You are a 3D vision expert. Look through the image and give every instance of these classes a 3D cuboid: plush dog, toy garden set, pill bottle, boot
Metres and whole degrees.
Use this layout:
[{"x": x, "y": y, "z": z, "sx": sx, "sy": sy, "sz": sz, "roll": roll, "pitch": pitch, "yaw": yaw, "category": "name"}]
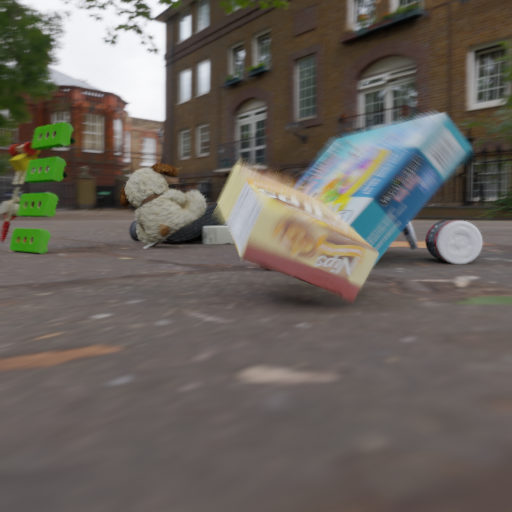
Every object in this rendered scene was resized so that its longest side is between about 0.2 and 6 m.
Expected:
[{"x": -2.095, "y": -1.087, "z": 11.469, "sx": 1.709, "sy": 1.468, "sz": 1.371, "roll": -31, "pitch": 3, "yaw": 13, "category": "plush dog"}, {"x": -4.251, "y": -1.243, "z": 10.804, "sx": 2.016, "sy": 2.418, "sz": 0.483, "roll": 4, "pitch": -9, "yaw": 42, "category": "toy garden set"}, {"x": 2.935, "y": -0.225, "z": 8.496, "sx": 0.636, "sy": 0.636, "sz": 1.149, "roll": 0, "pitch": 4, "yaw": 4, "category": "pill bottle"}, {"x": -1.555, "y": -0.801, "z": 14.019, "sx": 2.858, "sy": 0.997, "sz": 1.881, "roll": 1, "pitch": -1, "yaw": -37, "category": "boot"}]

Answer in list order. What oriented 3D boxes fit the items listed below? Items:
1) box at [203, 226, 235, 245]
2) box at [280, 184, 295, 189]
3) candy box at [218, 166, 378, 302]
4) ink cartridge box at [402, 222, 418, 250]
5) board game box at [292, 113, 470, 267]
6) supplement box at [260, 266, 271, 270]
[{"x": -0.600, "y": -0.489, "z": 13.128, "sx": 1.242, "sy": 0.425, "sz": 0.510, "roll": -1, "pitch": 5, "yaw": -20, "category": "box"}, {"x": 0.872, "y": -1.283, "z": 16.112, "sx": 0.657, "sy": 1.526, "sz": 1.250, "roll": 2, "pitch": 5, "yaw": 18, "category": "box"}, {"x": 0.275, "y": -0.273, "z": 4.965, "sx": 1.001, "sy": 0.480, "sz": 1.735, "roll": 21, "pitch": 13, "yaw": -16, "category": "candy box"}, {"x": 2.597, "y": -0.571, "z": 9.783, "sx": 0.164, "sy": 0.697, "sz": 0.689, "roll": -24, "pitch": -45, "yaw": 18, "category": "ink cartridge box"}, {"x": 1.487, "y": -1.001, "z": 8.867, "sx": 0.711, "sy": 2.287, "sz": 3.030, "roll": 45, "pitch": -12, "yaw": -18, "category": "board game box"}, {"x": 0.375, "y": -0.287, "z": 7.280, "sx": 0.392, "sy": 0.916, "sz": 0.505, "roll": 12, "pitch": 12, "yaw": 37, "category": "supplement box"}]
